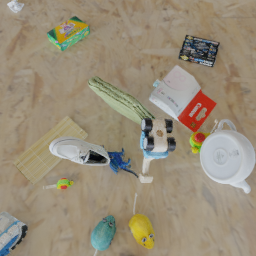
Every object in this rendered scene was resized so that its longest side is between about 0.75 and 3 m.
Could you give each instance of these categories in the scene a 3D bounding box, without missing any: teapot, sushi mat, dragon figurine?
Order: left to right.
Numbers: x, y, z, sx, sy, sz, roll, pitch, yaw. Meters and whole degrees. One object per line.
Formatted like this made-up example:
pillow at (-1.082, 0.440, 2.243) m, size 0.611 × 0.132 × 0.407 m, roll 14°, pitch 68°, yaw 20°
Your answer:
sushi mat at (-2.855, 0.755, 10.382) m, size 1.299 × 0.164 × 2.715 m, roll 38°, pitch 66°, yaw 18°
dragon figurine at (-0.367, 1.275, 9.864) m, size 0.894 × 0.529 × 1.798 m, roll -27°, pitch 63°, yaw -15°
teapot at (3.520, 0.935, 9.540) m, size 1.416 × 1.939 × 1.914 m, roll 3°, pitch 26°, yaw -39°

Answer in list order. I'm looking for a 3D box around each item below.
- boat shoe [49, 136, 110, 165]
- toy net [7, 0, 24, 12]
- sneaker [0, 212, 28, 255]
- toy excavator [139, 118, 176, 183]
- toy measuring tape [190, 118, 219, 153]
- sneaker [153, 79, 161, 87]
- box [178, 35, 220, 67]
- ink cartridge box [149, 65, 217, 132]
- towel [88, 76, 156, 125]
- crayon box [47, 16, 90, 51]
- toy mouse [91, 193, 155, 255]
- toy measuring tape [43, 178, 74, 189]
boat shoe at (-1.471, 0.794, 9.035) m, size 2.061 × 0.758 × 0.674 m, roll 10°, pitch 19°, yaw -35°
toy net at (-6.114, -6.974, 14.689) m, size 1.238 × 0.456 × 2.361 m, roll -10°, pitch 61°, yaw -6°
sneaker at (-4.424, 3.680, 8.309) m, size 1.207 × 1.044 × 2.786 m, roll 32°, pitch 56°, yaw 24°
toy excavator at (0.769, 0.741, 8.998) m, size 0.927 × 1.857 × 1.805 m, roll 2°, pitch 69°, yaw -14°
toy measuring tape at (2.772, 0.206, 10.451) m, size 0.653 × 0.653 × 1.775 m, roll 29°, pitch 63°, yaw 16°
sneaker at (1.444, -1.596, 11.692) m, size 0.392 × 0.354 × 0.958 m, roll -46°, pitch 69°, yaw 4°
box at (3.233, -3.517, 12.726) m, size 1.629 × 0.375 × 1.295 m, roll 16°, pitch 61°, yaw 9°
ink cartridge box at (2.263, -1.187, 11.071) m, size 2.280 × 0.651 × 1.853 m, roll 36°, pitch 66°, yaw 12°
towel at (-0.101, -0.841, 9.900) m, size 2.772 × 2.057 × 0.506 m, roll 31°, pitch 82°, yaw 40°
crayon box at (-2.785, -4.469, 13.200) m, size 1.028 × 0.504 × 1.730 m, roll 41°, pitch 68°, yaw 21°
toy mouse at (-0.310, 3.633, 8.481) m, size 2.511 × 0.547 × 2.825 m, roll -20°, pitch 62°, yaw -11°
toy measuring tape at (-2.406, 1.924, 9.584) m, size 1.064 × 0.391 × 0.391 m, roll -6°, pitch 60°, yaw -4°
